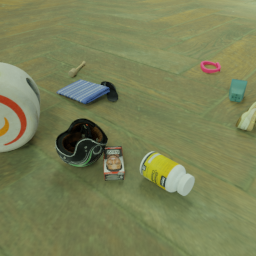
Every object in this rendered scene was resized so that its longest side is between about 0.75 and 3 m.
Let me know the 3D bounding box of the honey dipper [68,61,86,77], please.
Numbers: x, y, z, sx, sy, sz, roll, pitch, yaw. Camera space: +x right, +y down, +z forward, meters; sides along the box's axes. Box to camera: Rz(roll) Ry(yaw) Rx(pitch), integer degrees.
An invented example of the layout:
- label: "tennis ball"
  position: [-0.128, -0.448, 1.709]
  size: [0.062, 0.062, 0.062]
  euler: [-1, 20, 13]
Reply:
- label: "honey dipper"
  position: [-2.588, -3.124, 14.532]
  size: [0.334, 0.334, 1.761]
  euler: [8, 34, 11]

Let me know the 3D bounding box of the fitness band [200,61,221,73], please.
- label: "fitness band"
  position: [4.337, -3.223, 14.723]
  size: [0.973, 0.254, 1.355]
  euler: [1, 34, 2]

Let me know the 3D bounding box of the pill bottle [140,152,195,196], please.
- label: "pill bottle"
  position: [1.076, 1.266, 7.721]
  size: [1.416, 0.793, 0.793]
  euler: [26, 42, 37]

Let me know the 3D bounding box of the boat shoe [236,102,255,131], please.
- label: "boat shoe"
  position: [4.656, -0.401, 10.374]
  size: [0.622, 0.694, 1.875]
  euler: [35, 50, 25]

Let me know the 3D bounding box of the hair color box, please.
- label: "hair color box"
  position: [-0.435, 1.041, 8.475]
  size: [0.599, 0.362, 1.181]
  euler: [-2, 35, -5]

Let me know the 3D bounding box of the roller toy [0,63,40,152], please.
- label: "roller toy"
  position: [-4.202, -0.678, 9.052]
  size: [2.562, 2.809, 1.963]
  euler: [26, 25, -28]

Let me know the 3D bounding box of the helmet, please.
- label: "helmet"
  position: [-1.417, 0.519, 8.384]
  size: [1.379, 1.315, 1.379]
  euler: [39, 22, -19]

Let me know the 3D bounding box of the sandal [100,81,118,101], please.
- label: "sandal"
  position: [-0.791, -1.734, 12.473]
  size: [0.639, 0.360, 1.680]
  euler: [-12, 36, -17]

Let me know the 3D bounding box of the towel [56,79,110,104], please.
- label: "towel"
  position: [-1.964, -1.601, 12.283]
  size: [2.047, 0.244, 1.482]
  euler: [22, 43, 39]

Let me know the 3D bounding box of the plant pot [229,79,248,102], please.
- label: "plant pot"
  position: [4.684, -1.560, 12.009]
  size: [0.648, 0.648, 0.917]
  euler: [13, 44, 18]
